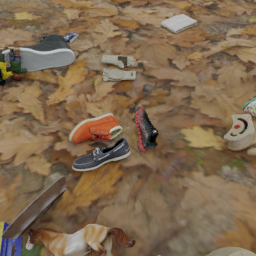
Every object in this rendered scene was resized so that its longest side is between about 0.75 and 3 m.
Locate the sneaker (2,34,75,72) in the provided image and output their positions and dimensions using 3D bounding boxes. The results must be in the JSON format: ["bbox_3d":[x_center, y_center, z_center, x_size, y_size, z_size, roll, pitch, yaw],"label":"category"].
[{"bbox_3d":[-3.907,-3.312,12.162,2.986,1.056,1.481,-8,46,-14],"label":"sneaker"}]

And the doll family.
[{"bbox_3d":[-5.473,-2.423,11.134,2.738,1.583,1.074,9,23,10],"label":"doll family"}]

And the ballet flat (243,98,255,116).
[{"bbox_3d":[5.513,-0.979,10.030,2.920,1.104,0.933,-23,62,-17],"label":"ballet flat"}]

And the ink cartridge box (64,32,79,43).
[{"bbox_3d":[-2.777,-4.472,13.724,0.444,0.175,0.894,18,49,16],"label":"ink cartridge box"}]

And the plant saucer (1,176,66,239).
[{"bbox_3d":[-2.166,1.971,6.814,0.313,1.954,1.954,43,57,2],"label":"plant saucer"}]

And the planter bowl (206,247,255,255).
[{"bbox_3d":[2.398,3.377,5.935,1.883,1.267,1.883,1,48,-1],"label":"planter bowl"}]

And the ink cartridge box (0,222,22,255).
[{"bbox_3d":[-3.406,3.064,6.851,1.457,0.342,1.439,-9,48,-5],"label":"ink cartridge box"}]

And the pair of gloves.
[{"bbox_3d":[-0.400,-2.552,11.923,1.416,0.292,1.666,-1,50,-6],"label":"pair of gloves"}]

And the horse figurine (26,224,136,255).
[{"bbox_3d":[-1.133,2.885,6.603,2.708,0.676,1.794,-15,26,-1],"label":"horse figurine"}]

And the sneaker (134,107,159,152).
[{"bbox_3d":[0.616,0.007,8.930,0.719,1.471,0.520,-12,-7,38],"label":"sneaker"}]

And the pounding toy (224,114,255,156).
[{"bbox_3d":[3.729,0.375,9.202,0.955,0.958,1.670,-16,33,24],"label":"pounding toy"}]

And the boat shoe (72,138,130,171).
[{"bbox_3d":[-0.843,0.763,8.529,1.842,0.578,0.669,-16,30,-13],"label":"boat shoe"}]

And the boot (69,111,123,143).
[{"bbox_3d":[-1.047,0.134,9.281,1.774,0.666,0.951,-27,57,-24],"label":"boot"}]

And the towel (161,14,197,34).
[{"bbox_3d":[2.660,-5.427,14.500,1.674,0.289,1.109,-31,54,-24],"label":"towel"}]
